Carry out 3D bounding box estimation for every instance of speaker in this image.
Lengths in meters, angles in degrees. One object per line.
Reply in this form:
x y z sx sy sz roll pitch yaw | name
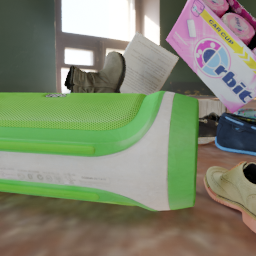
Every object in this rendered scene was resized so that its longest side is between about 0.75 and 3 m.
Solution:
-0.718 0.187 3.139 2.905 1.285 1.285 2 8 15 | speaker

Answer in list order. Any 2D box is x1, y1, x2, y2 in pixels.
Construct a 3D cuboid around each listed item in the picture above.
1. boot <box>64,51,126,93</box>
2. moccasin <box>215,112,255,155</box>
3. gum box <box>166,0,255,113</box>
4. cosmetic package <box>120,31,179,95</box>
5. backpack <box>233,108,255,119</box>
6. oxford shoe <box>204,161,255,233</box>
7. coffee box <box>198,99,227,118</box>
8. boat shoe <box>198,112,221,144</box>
-0.951 -1.492 8.105 1.615 2.472 0.837 19 -31 -29 | boot
2.801 0.107 5.033 2.455 0.837 0.988 4 9 29 | moccasin
2.389 -2.012 7.030 0.959 2.901 1.647 -36 -9 -27 | gum box
0.499 -2.259 11.281 1.921 2.296 1.910 31 7 -7 | cosmetic package
3.303 -0.174 7.665 0.971 0.731 0.862 7 10 11 | backpack
1.220 0.571 2.874 0.509 0.531 1.439 -2 8 -12 | oxford shoe
3.086 -0.832 11.840 1.940 0.773 1.109 1 8 10 | coffee box
1.965 -0.041 6.596 2.213 0.668 0.817 -3 7 -30 | boat shoe
